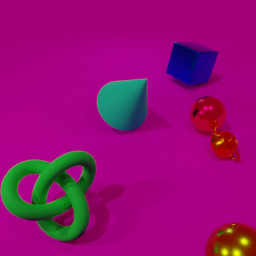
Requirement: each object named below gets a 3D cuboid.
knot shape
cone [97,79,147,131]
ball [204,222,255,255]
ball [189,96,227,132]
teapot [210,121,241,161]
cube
[{"bbox_3d":[-1.314,1.171,5.486,1.719,1.837,0.849,-45,13,-12],"label":"knot shape"},{"bbox_3d":[0.152,-0.928,7.554,1.584,1.590,1.584,9,67,-21],"label":"cone"},{"bbox_3d":[1.885,2.196,4.743,1.144,1.144,1.144,0,40,0],"label":"ball"},{"bbox_3d":[2.277,-0.397,7.991,1.027,1.027,1.027,0,40,0],"label":"ball"},{"bbox_3d":[2.508,0.359,7.269,0.726,0.571,1.167,-29,80,-36],"label":"teapot"},{"bbox_3d":[2.266,-2.327,9.984,1.163,1.163,1.163,-13,38,-37],"label":"cube"}]
